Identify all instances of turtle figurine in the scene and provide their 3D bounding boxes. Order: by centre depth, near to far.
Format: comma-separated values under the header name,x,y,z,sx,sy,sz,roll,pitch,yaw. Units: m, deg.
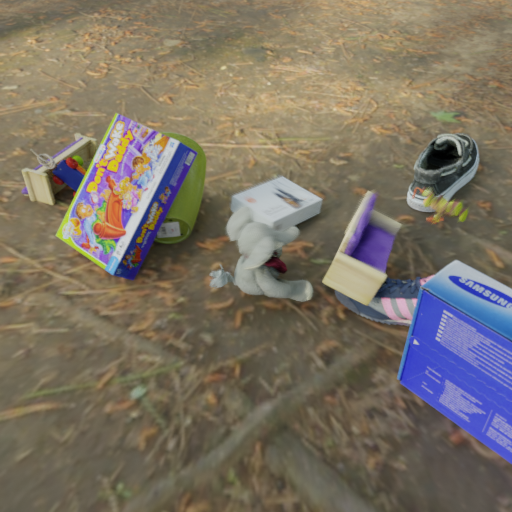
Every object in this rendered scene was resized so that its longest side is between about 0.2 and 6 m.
name,x,y,z,sx,sy,sz,roll,pitch,yaw
turtle figurine,3.360,-0.875,10.120,0.348,1.079,0.870,-50,42,-12

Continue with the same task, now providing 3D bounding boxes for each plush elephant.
name,x,y,z,sx,sy,sz,roll,pitch,yaw
plush elephant,0.132,-0.074,9.778,1.811,1.402,1.492,-5,48,-25

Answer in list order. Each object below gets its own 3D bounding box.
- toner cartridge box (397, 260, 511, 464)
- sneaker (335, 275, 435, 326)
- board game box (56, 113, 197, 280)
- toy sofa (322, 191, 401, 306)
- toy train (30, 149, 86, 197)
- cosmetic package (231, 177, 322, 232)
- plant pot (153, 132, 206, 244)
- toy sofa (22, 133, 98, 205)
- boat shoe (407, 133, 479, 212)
name,x,y,z,sx,sy,sz,roll,pitch,yaw
toner cartridge box,4.031,2.029,7.242,0.950,2.090,4.399,-30,48,-32
sneaker,2.737,0.645,9.656,2.764,1.134,0.970,16,42,18
board game box,-2.555,-1.171,10.890,1.845,2.744,0.614,28,3,30
toy sofa,2.006,-0.202,10.007,0.898,1.058,2.169,28,34,5
toy train,-4.272,-2.064,12.815,1.618,0.685,0.936,40,23,-17
cosmetic package,0.448,-1.107,12.168,1.215,0.416,1.611,33,43,32
plant pot,-1.867,-1.262,11.747,1.793,1.793,1.916,-5,56,-6
toy sofa,-4.654,-2.108,13.248,0.969,0.823,1.987,17,42,18
boat shoe,4.537,-2.255,13.140,1.191,1.172,3.305,20,43,22
